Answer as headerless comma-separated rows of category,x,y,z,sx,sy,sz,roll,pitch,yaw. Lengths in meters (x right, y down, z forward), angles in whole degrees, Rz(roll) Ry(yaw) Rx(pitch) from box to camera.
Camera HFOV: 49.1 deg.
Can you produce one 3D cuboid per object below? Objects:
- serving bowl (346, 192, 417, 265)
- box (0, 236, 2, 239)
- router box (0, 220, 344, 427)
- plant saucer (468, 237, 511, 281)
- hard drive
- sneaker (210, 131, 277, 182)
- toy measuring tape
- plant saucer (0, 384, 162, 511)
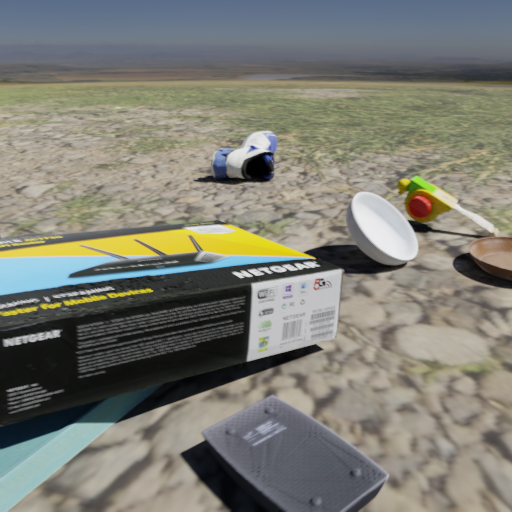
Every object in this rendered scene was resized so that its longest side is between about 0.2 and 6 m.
serving bowl,2.014,-0.386,9.348,1.406,0.462,1.406,23,44,-24
box,-4.214,0.153,7.923,0.983,0.620,1.000,5,46,7
router box,-1.373,0.425,6.545,3.854,0.984,2.874,-8,19,-35
plant saucer,4.239,0.089,8.979,1.635,0.299,1.635,0,21,0
hard drive,0.284,1.755,4.747,0.952,0.299,1.411,-17,27,-37
sneaker,0.063,-2.504,14.844,1.407,0.984,2.436,17,34,29
toy measuring tape,3.584,-0.792,10.836,2.085,0.767,0.767,37,34,16
plant saucer,-1.975,1.521,5.382,1.065,0.289,3.047,11,24,26
